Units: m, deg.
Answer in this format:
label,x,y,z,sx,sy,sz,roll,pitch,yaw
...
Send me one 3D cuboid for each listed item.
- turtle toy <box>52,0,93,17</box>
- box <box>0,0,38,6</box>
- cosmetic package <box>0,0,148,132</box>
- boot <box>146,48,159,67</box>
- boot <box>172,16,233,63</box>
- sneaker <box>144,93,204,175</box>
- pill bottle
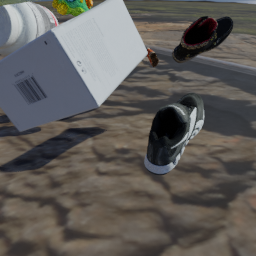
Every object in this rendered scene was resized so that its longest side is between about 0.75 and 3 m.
label,x,y,z,sx,sy,sz,roll,pitch,yaw
turtle toy,-1.940,-4.535,10.020,1.343,0.932,1.843,6,33,-35
box,-2.041,-2.687,4.907,2.358,0.887,0.591,-22,45,-23
cosmetic package,-0.923,-0.987,4.354,1.769,1.091,1.775,-13,29,36
boot,0.876,-2.600,10.312,0.310,0.826,0.443,-36,59,-3
boot,2.426,-2.897,8.612,2.221,0.813,1.672,-28,-2,3
sneaker,0.834,-0.127,4.598,0.610,0.831,1.837,20,51,24
pill bottle,-2.997,-2.725,7.590,1.501,1.501,2.711,3,16,6
